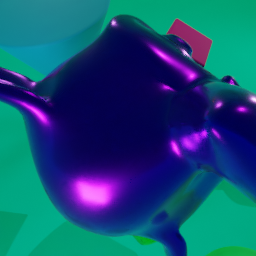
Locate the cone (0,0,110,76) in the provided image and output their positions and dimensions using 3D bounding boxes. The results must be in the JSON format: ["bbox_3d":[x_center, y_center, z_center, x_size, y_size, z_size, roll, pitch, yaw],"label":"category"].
[{"bbox_3d":[-0.786,-0.869,3.452,1.371,1.376,1.371,-4,53,5],"label":"cone"}]

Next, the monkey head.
[{"bbox_3d":[0.055,0.147,1.489,1.178,1.955,1.406,-41,19,6],"label":"monkey head"}]

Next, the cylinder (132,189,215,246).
[{"bbox_3d":[0.200,0.426,3.395,1.345,1.345,1.345,47,54,8],"label":"cylinder"}]

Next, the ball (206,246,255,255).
[{"bbox_3d":[0.931,1.437,2.300,0.863,0.863,0.863,0,41,0],"label":"ball"}]

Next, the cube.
[{"bbox_3d":[1.125,-1.590,6.209,0.959,0.959,0.959,30,54,-6],"label":"cube"}]
